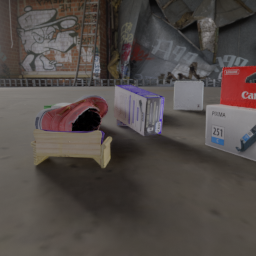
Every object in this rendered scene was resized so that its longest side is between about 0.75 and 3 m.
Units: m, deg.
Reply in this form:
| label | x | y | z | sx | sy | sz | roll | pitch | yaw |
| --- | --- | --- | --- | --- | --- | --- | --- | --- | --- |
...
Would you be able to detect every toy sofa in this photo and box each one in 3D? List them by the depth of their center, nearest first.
| label | x | y | z | sx | sy | sz | roll | pitch | yaw |
| --- | --- | --- | --- | --- | --- | --- | --- | --- | --- |
| toy sofa | -0.998 | 0.307 | 5.070 | 1.360 | 0.664 | 0.563 | 1 | 10 | 8 |

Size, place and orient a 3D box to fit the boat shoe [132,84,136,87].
| label | x | y | z | sx | sy | sz | roll | pitch | yaw |
| --- | --- | --- | --- | --- | --- | --- | --- | --- | --- |
| boat shoe | 0.275 | -1.303 | 12.628 | 0.982 | 1.039 | 2.889 | 40 | 22 | -6 |

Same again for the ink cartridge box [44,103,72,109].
| label | x | y | z | sx | sy | sz | roll | pitch | yaw |
| --- | --- | --- | --- | --- | --- | --- | --- | --- | --- |
| ink cartridge box | -1.952 | -0.492 | 9.552 | 1.444 | 0.632 | 1.049 | 3 | 11 | 25 |

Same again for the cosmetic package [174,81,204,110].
| label | x | y | z | sx | sy | sz | roll | pitch | yaw |
| --- | --- | --- | --- | --- | --- | --- | --- | --- | --- |
| cosmetic package | 2.968 | -1.621 | 13.755 | 1.357 | 1.349 | 1.622 | 2 | 12 | 11 |

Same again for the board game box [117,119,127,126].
| label | x | y | z | sx | sy | sz | roll | pitch | yaw |
| --- | --- | --- | --- | --- | --- | --- | --- | --- | --- |
| board game box | 0.188 | -0.268 | 9.462 | 0.839 | 0.213 | 1.247 | 3 | 11 | 14 |

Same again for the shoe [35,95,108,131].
| label | x | y | z | sx | sy | sz | roll | pitch | yaw |
| --- | --- | --- | --- | --- | --- | --- | --- | --- | --- |
| shoe | -1.103 | -0.301 | 7.778 | 1.253 | 0.984 | 2.756 | 8 | 18 | 31 |

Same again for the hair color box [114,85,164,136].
| label | x | y | z | sx | sy | sz | roll | pitch | yaw |
| --- | --- | --- | --- | --- | --- | --- | --- | --- | --- |
| hair color box | 0.255 | -0.577 | 8.113 | 0.618 | 1.043 | 1.908 | -6 | 21 | -26 |

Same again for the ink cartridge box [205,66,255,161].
| label | x | y | z | sx | sy | sz | roll | pitch | yaw |
| --- | --- | --- | --- | --- | --- | --- | --- | --- | --- |
| ink cartridge box | 2.345 | -0.329 | 5.465 | 0.447 | 1.760 | 1.998 | -5 | 11 | -24 |
